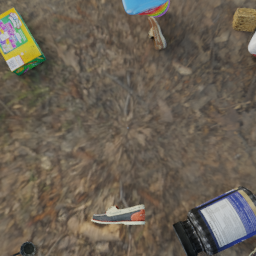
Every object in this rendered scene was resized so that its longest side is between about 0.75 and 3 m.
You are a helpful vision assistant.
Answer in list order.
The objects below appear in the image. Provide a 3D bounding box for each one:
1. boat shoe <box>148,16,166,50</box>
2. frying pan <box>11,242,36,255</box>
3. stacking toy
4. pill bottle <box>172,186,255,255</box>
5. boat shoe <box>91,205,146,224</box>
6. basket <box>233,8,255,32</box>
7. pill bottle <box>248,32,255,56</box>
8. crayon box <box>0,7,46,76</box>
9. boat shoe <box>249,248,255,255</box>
[{"bbox_3d":[0.887,-3.171,9.383,0.420,0.443,1.171,-23,85,0],"label":"boat shoe"},{"bbox_3d":[-3.342,4.038,9.032,0.847,0.138,0.512,-43,86,-1],"label":"frying pan"},{"bbox_3d":[0.783,-3.893,8.527,1.367,2.355,1.292,-12,91,21],"label":"stacking toy"},{"bbox_3d":[2.710,2.898,8.469,2.536,1.418,1.418,-25,86,-1],"label":"pill bottle"},{"bbox_3d":[-0.289,2.536,8.183,1.701,0.605,0.532,-8,73,24],"label":"boat shoe"},{"bbox_3d":[3.974,-3.686,9.508,0.762,0.568,0.544,4,53,0],"label":"basket"},{"bbox_3d":[5.493,-2.405,8.676,2.960,1.715,1.715,31,87,2],"label":"pill bottle"},{"bbox_3d":[-3.714,-2.854,9.289,1.123,0.551,1.890,-31,87,-2],"label":"crayon box"},{"bbox_3d":[4.146,4.110,8.926,0.366,0.330,1.018,37,87,2],"label":"boat shoe"}]
